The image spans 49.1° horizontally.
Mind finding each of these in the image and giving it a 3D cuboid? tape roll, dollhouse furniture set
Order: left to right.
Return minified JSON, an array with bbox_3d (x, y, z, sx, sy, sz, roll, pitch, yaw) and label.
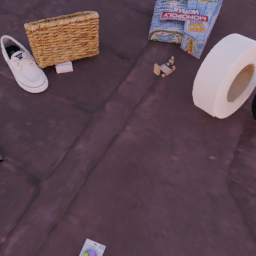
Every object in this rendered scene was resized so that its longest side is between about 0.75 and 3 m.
[{"bbox_3d":[1.504,-2.404,10.940,0.909,0.403,0.471,-34,65,-19],"label":"dollhouse furniture set"},{"bbox_3d":[3.306,-1.631,9.121,2.635,2.635,0.922,-36,54,-20],"label":"tape roll"}]

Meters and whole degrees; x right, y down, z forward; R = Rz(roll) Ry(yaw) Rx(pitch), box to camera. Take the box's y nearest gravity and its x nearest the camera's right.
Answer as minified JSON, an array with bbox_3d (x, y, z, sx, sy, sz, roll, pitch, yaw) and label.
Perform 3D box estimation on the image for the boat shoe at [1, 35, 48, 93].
[{"bbox_3d":[-4.086,-2.466,10.662,1.048,0.931,2.849,-38,66,-21],"label":"boat shoe"}]

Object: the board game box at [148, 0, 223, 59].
[{"bbox_3d":[2.416,-4.351,11.822,2.919,0.900,2.917,8,59,5],"label":"board game box"}]

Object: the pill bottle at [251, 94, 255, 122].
[{"bbox_3d":[5.410,-0.459,8.728,2.742,1.534,1.534,13,56,-21],"label":"pill bottle"}]

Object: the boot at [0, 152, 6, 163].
[{"bbox_3d":[-4.608,0.876,8.960,1.150,0.398,1.001,-24,61,-16],"label":"boot"}]

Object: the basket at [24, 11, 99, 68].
[{"bbox_3d":[-2.488,-3.744,10.477,2.554,1.903,1.823,-18,61,-15],"label":"basket"}]

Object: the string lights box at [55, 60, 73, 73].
[{"bbox_3d":[-2.608,-2.778,11.183,0.626,0.359,1.219,-11,59,-9],"label":"string lights box"}]

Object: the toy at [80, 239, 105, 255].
[{"bbox_3d":[-1.059,3.525,7.454,0.573,0.235,0.995,18,61,10],"label":"toy"}]
